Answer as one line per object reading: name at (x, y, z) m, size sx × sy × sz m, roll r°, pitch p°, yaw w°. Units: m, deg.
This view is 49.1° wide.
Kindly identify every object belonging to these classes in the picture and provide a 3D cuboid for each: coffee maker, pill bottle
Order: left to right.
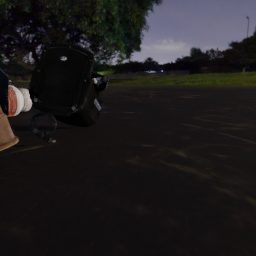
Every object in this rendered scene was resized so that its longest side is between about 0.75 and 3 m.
pill bottle at (-4.940, -1.014, 10.806) m, size 1.241 × 1.241 × 2.212 m, roll 8°, pitch 13°, yaw 38°
coffee maker at (-1.709, -0.779, 7.742) m, size 1.673 × 2.385 × 2.483 m, roll 35°, pitch -8°, yaw 6°

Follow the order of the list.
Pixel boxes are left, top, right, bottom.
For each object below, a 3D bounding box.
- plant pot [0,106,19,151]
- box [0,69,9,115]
plant pot at (-3.266, -0.554, 4.744) m, size 2.220 × 2.197 × 2.220 m, roll -10°, pitch 10°, yaw 2°
box at (-4.543, -1.044, 6.955) m, size 2.182 × 1.356 × 2.200 m, roll -9°, pitch -17°, yaw 7°
